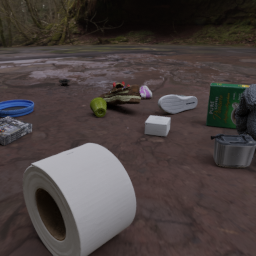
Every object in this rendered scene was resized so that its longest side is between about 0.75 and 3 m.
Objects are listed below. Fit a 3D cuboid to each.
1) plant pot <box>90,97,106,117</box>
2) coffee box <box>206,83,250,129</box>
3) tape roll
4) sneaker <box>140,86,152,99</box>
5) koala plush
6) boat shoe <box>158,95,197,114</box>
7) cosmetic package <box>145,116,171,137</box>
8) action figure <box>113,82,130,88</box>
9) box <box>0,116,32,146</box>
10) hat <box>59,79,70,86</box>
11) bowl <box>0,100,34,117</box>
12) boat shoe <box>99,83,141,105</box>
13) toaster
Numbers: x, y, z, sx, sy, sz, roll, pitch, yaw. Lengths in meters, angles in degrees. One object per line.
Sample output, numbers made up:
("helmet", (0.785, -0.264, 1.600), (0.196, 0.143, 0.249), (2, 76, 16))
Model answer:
("plant pot", (-1.328, -0.892, 12.955), (0.792, 0.792, 0.762), (-5, 34, -12))
("coffee box", (4.718, -0.834, 11.253), (2.932, 1.803, 0.645), (6, 23, 18))
("tape roll", (-0.957, 1.385, 5.385), (1.914, 1.914, 1.314), (20, 28, 41))
("sneaker", (0.753, -2.068, 16.167), (0.844, 0.537, 1.481), (-9, 23, -13))
("koala plush", (4.864, 0.129, 9.159), (2.159, 2.238, 2.435), (-1, 42, -13))
("boat shoe", (2.288, -1.178, 13.665), (2.444, 0.881, 0.867), (-3, 10, -36))
("cosmetic package", (1.174, -0.084, 11.035), (0.858, 0.529, 0.861), (7, 21, 16))
("action figure", (-0.298, -2.201, 16.367), (0.918, 0.725, 2.806), (-3, 24, -14))
("box", (-4.596, 0.069, 10.619), (1.181, 0.373, 1.498), (17, 25, 15))
("hat", (-4.281, -3.037, 18.927), (0.807, 0.326, 0.807), (0, 30, 0))
("bowl", (-5.480, -0.941, 13.473), (1.868, 0.367, 1.868), (0, 21, 0))
("boat shoe", (-0.419, -1.695, 13.824), (2.765, 1.023, 1.021), (3, 1, 42))
("toaster", (3.163, 0.696, 8.557), (1.361, 0.879, 0.773), (1, 20, 2))
